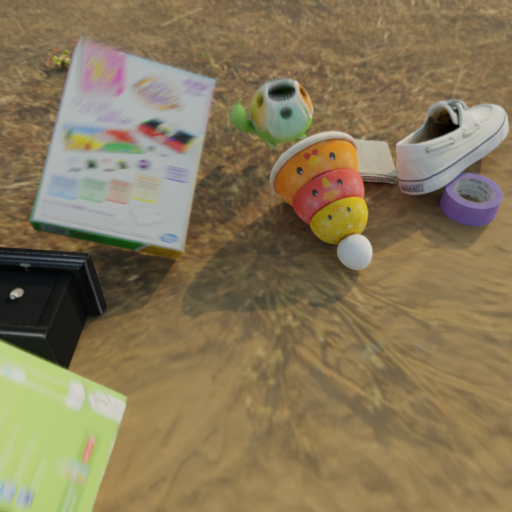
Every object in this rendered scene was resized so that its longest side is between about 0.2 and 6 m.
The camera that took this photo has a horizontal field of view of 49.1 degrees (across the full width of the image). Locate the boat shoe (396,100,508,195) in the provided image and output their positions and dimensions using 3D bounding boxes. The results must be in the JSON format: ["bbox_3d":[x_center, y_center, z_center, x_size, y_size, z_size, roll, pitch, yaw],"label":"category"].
[{"bbox_3d":[3.327,-2.137,9.525,2.959,1.033,1.049,-35,29,-29],"label":"boat shoe"}]

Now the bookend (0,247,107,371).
[{"bbox_3d":[-3.371,1.114,6.611,2.416,1.120,2.431,4,47,4],"label":"bookend"}]

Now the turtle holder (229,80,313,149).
[{"bbox_3d":[0.290,-2.529,9.575,1.348,0.957,1.024,12,70,6],"label":"turtle holder"}]

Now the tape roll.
[{"bbox_3d":[3.466,-0.916,9.045,0.892,0.379,0.892,0,47,0],"label":"tape roll"}]

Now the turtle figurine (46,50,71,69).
[{"bbox_3d":[-4.177,-4.226,12.246,0.718,0.287,0.891,9,38,-2],"label":"turtle figurine"}]

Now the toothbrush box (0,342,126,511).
[{"bbox_3d":[-2.547,1.742,5.287,2.170,0.934,1.580,30,31,-17],"label":"toothbrush box"}]

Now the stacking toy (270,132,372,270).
[{"bbox_3d":[1.217,-0.703,8.419,1.481,1.481,2.027,-17,65,-16],"label":"stacking toy"}]

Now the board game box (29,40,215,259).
[{"bbox_3d":[-1.871,-1.519,8.177,2.111,0.556,2.760,13,76,-14],"label":"board game box"}]

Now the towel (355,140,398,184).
[{"bbox_3d":[2.028,-1.665,9.840,0.764,0.199,1.153,5,44,-5],"label":"towel"}]
